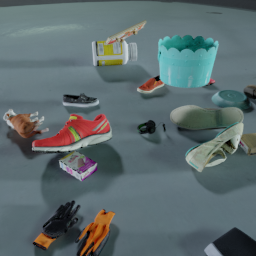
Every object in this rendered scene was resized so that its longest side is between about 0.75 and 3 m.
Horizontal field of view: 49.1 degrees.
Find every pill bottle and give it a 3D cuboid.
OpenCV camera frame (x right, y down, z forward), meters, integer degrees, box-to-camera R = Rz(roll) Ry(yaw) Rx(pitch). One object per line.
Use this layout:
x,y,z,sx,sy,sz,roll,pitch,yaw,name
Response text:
-0.843,-4.698,17.522,2.710,1.508,1.508,-4,33,-6,pill bottle

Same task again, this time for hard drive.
2.763,3.103,6.356,1.187,0.373,1.760,-19,37,-27,hard drive

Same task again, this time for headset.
0.942,0.026,11.274,1.126,0.529,0.695,-11,28,11,headset

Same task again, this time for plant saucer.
4.993,-1.430,13.495,1.824,0.328,1.824,0,32,0,plant saucer

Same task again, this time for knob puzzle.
-0.098,-2.872,8.830,1.546,0.214,1.546,-25,10,5,knob puzzle

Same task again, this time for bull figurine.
-4.133,-0.223,11.268,1.279,0.686,2.106,-21,38,-30,bull figurine

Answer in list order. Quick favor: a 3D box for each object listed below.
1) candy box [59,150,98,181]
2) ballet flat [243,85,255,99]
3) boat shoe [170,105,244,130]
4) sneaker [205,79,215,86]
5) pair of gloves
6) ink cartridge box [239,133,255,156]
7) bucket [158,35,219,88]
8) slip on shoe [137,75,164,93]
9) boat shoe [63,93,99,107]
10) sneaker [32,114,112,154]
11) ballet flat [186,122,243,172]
-1.653,1.231,9.320,1.089,0.332,0.743,23,39,32,candy box
6.662,-1.429,12.964,0.656,0.953,2.830,-30,35,-16,ballet flat
3.150,-0.375,11.363,2.799,1.006,0.833,-1,-11,18,boat shoe
4.020,-2.798,15.297,1.570,0.681,0.578,25,41,33,sneaker
-1.332,2.633,7.254,1.793,0.222,1.597,10,35,20,pair of gloves
4.581,0.589,10.308,0.765,0.349,0.929,-6,33,-7,ink cartridge box
1.797,-2.089,8.674,1.841,1.198,1.841,0,31,0,bucket
1.206,-2.303,14.616,1.927,0.590,0.714,-29,44,-35,slip on shoe
-2.240,-1.375,13.176,1.706,0.565,0.597,3,33,4,boat shoe
-1.997,0.156,9.919,2.949,1.252,1.136,-15,1,-32,sneaker
3.237,0.714,9.790,2.840,0.958,0.885,-26,58,-24,ballet flat
